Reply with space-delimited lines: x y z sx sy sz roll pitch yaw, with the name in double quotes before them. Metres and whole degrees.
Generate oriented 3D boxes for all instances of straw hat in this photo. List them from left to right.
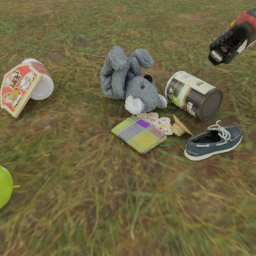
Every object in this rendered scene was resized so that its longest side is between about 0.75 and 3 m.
"straw hat" 1.839 0.029 10.174 0.460 1.086 1.086 -44 43 10

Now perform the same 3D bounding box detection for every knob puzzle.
"knob puzzle" -4.644 -1.771 11.474 2.477 0.343 2.477 -12 67 29

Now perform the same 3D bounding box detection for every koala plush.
"koala plush" 0.307 -1.590 11.306 2.277 2.359 2.567 -15 56 -46

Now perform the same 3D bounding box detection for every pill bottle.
"pill bottle" -4.160 -2.266 12.535 1.219 1.219 2.174 -16 41 -19

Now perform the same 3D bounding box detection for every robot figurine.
"robot figurine" -4.161 1.559 7.564 2.244 1.298 1.969 7 14 11

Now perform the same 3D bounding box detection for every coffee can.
"coffee can" 2.604 -1.291 11.154 1.376 1.376 1.880 -24 44 -28

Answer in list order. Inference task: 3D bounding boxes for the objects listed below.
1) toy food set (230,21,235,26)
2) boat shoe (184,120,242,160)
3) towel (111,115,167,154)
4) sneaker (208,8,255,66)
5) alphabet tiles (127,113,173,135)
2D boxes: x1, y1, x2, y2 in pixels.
"toy food set" 7.853 -6.128 17.925 1.583 0.879 2.690 -44 50 -12
"boat shoe" 2.989 0.330 9.584 2.452 0.758 0.918 -15 41 -19
"towel" 0.379 0.214 10.077 1.260 0.200 1.755 -34 48 -28
"sneaker" 3.453 -2.825 9.252 1.351 2.765 0.977 -43 89 -8
"alphabet tiles" 0.789 -0.052 10.593 1.694 0.126 1.731 0 38 -1
